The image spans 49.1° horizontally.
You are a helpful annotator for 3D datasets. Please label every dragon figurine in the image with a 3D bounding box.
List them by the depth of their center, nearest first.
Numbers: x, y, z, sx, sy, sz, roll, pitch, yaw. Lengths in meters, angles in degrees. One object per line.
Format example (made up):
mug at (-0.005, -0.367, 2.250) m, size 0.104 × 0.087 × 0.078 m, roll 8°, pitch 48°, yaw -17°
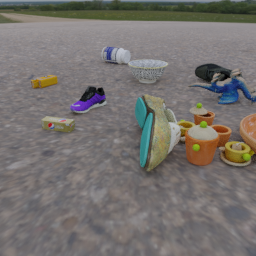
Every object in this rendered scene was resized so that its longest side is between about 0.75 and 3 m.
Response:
dragon figurine at (3.350, -1.250, 9.532) m, size 2.445 × 1.216 × 0.720 m, roll -13°, pitch 22°, yaw 19°

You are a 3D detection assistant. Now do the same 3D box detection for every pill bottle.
pill bottle at (-0.643, -3.930, 15.199) m, size 1.443 × 0.835 × 0.835 m, roll 16°, pitch 29°, yaw 28°

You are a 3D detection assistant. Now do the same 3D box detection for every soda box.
soda box at (-1.895, -0.102, 7.594) m, size 0.868 × 0.278 × 0.294 m, roll 8°, pitch 26°, yaw 15°

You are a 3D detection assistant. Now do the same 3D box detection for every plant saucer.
plant saucer at (3.917, 0.341, 6.317) m, size 2.702 × 0.506 × 2.702 m, roll 1°, pitch 25°, yaw -1°

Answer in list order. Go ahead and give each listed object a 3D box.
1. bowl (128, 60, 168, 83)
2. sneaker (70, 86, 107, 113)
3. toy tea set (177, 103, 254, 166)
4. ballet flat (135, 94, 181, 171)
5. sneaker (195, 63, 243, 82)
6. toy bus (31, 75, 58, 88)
bowl at (0.833, -2.361, 11.870) m, size 1.655 × 0.776 × 1.655 m, roll 1°, pitch 25°, yaw 0°
sneaker at (-1.282, -0.961, 8.909) m, size 0.506 × 0.725 × 1.457 m, roll 18°, pitch 30°, yaw 34°
toy tea set at (1.845, -0.025, 6.656) m, size 1.475 × 0.918 × 2.481 m, roll -4°, pitch 25°, yaw -8°
ballet flat at (0.725, -0.008, 6.566) m, size 1.036 × 1.036 × 2.932 m, roll -1°, pitch 27°, yaw -1°
sneaker at (3.524, -2.173, 11.479) m, size 1.994 × 0.762 × 1.142 m, roll 26°, pitch 28°, yaw 34°
toy bus at (-3.379, -1.863, 11.325) m, size 0.410 × 0.341 × 1.047 m, roll 17°, pitch 29°, yaw 30°
